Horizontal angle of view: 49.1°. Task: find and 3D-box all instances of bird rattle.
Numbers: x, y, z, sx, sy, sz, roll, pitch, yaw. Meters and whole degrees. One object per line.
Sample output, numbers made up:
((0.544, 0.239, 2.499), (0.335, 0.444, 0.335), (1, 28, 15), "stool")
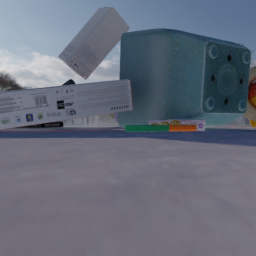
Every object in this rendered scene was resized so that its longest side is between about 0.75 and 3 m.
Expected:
((4.122, -1.157, 7.901), (2.160, 2.650, 1.493), (-24, -2, 8), "bird rattle")

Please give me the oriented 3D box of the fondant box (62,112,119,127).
((-1.265, -0.304, 8.834), (1.908, 0.556, 1.376), (2, 2, 33), "fondant box")

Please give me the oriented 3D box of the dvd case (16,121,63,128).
((-2.839, -0.103, 7.847), (1.638, 0.203, 1.231), (0, 2, 16), "dvd case")

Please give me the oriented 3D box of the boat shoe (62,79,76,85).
((-2.746, -0.808, 9.103), (2.486, 0.769, 0.931), (-22, 29, 5), "boat shoe")

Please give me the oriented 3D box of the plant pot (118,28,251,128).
((1.479, -1.132, 6.988), (2.521, 2.514, 2.568), (-1, 7, -31), "plant pot")

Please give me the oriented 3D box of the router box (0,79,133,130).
((-1.674, -0.619, 6.528), (2.806, 0.685, 2.518), (-10, 10, -24), "router box")

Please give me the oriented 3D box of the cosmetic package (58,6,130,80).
((-1.283, -3.147, 10.296), (1.060, 2.499, 1.344), (42, 0, -33), "cosmetic package")

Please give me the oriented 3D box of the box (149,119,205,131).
((1.005, -0.066, 5.823), (1.161, 0.241, 0.225), (1, 3, 17), "box")

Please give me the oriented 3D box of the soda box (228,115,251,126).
((5.252, -0.539, 11.727), (2.545, 0.869, 0.807), (-1, 2, -37), "soda box")

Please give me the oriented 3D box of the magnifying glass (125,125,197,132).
((0.630, 0.005, 5.376), (1.377, 0.154, 0.548), (-2, 1, -9), "magnifying glass")
